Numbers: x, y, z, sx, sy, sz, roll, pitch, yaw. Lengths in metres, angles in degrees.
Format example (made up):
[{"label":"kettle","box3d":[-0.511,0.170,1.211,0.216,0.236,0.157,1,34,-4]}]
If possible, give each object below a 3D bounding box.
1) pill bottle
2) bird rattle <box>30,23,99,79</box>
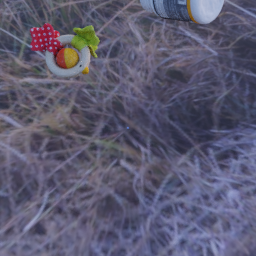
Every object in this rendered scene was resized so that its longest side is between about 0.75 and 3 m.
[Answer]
[{"label":"pill bottle","box3d":[0.672,-1.739,3.681,0.609,0.609,1.047,-36,42,-22]},{"label":"bird rattle","box3d":[-1.181,-1.459,5.257,1.298,0.731,1.058,-3,78,-7]}]
